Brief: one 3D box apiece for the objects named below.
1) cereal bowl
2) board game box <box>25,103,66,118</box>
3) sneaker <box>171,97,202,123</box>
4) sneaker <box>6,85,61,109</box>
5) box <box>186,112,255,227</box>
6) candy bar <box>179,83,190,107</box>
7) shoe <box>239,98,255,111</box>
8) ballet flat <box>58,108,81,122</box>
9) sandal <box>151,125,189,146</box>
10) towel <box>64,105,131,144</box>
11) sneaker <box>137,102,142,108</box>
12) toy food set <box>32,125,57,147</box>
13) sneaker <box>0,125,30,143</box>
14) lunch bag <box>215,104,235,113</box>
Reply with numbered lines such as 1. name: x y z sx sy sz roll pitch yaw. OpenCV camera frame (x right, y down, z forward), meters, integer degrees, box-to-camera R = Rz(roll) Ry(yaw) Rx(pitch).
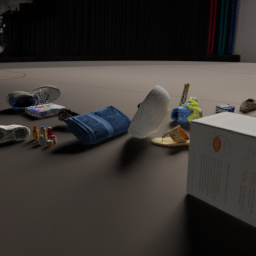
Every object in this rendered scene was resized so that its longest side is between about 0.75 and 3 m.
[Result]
1. cereal bowl: 0.798 -0.406 8.990 0.769 1.846 1.846 34 26 11
2. board game box: -3.660 -0.796 12.475 1.314 0.271 1.317 -16 23 -42
3. sneaker: 2.299 -0.771 11.457 1.152 0.831 2.194 0 18 3
4. sneaker: -4.437 -1.357 13.480 2.542 0.979 1.083 -17 28 -21
5. box: 2.473 0.770 5.053 1.256 1.603 2.576 -13 21 -37
6. candy bar: 2.660 -1.505 13.294 0.332 1.330 0.147 8 -11 46
7. shoe: 5.916 -1.175 13.403 1.711 0.457 0.598 -16 23 -41
8. ballet flat: -1.735 -0.338 10.412 2.068 0.479 0.697 16 18 24
9. sandal: 1.647 0.216 8.573 1.875 0.617 0.687 7 18 22
10. towel: -0.905 -0.141 9.409 1.251 0.544 2.240 34 31 27
11. sneaker: 0.617 -0.810 11.590 0.532 0.385 1.088 -13 24 23
12. toy food set: -2.610 0.215 8.838 0.494 0.465 1.034 -14 22 -39
13. sneaker: -3.962 0.156 9.099 1.436 0.559 0.713 3 8 -23
14. lunch bag: 4.430 -0.871 12.696 0.814 0.308 0.652 -10 21 -28
